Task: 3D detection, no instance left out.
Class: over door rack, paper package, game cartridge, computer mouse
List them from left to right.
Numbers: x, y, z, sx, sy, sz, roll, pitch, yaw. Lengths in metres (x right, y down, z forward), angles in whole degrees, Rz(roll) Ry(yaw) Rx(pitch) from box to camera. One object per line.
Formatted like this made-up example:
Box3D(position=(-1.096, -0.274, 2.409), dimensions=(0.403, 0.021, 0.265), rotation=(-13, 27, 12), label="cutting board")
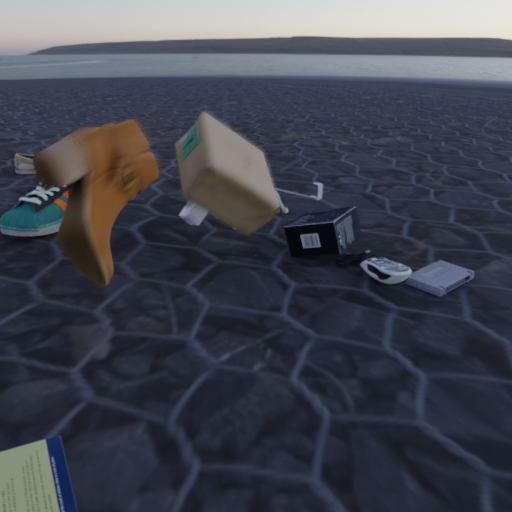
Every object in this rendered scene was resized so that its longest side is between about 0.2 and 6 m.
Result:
Box3D(position=(-0.550, -1.490, 10.186), dimensions=(1.662, 0.902, 1.744), rotation=(30, 32, -35), label="paper package")
Box3D(position=(0.218, -1.046, 11.847), dimensions=(1.508, 0.680, 2.041), rotation=(-21, 15, -33), label="over door rack")
Box3D(position=(2.054, 0.227, 9.571), dimensions=(0.784, 0.314, 1.429), rotation=(-6, 18, -25), label="computer mouse")
Box3D(position=(3.066, 0.368, 9.373), dimensions=(1.066, 0.205, 0.691), rotation=(-19, 25, -38), label="game cartridge")

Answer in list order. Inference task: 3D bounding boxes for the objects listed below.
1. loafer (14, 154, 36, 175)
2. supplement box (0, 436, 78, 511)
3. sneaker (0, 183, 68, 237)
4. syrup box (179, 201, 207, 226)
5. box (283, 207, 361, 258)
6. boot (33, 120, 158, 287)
Box3D(position=(-6.027, -2.722, 16.247), dimensions=(1.847, 0.581, 0.664), rotation=(-7, 24, -17), label="loafer")
Box3D(position=(-1.941, 2.194, 4.106), dimensions=(1.254, 0.843, 1.255), rotation=(-11, 25, -24), label="supplement box")
Box3D(position=(-4.295, -1.329, 12.073), dimensions=(1.084, 1.214, 3.037), rotation=(10, 25, 22), label="sneaker")
Box3D(position=(-1.155, -1.087, 11.533), dimensions=(0.358, 0.370, 0.909), rotation=(8, 63, 58), label="syrup box")
Box3D(position=(1.246, -0.449, 10.419), dimensions=(1.055, 0.654, 1.037), rotation=(-4, 18, 34), label="box")
Box3D(position=(-2.212, -0.850, 8.528), dimensions=(0.868, 2.265, 1.758), rotation=(-1, 26, 40), label="boot")
